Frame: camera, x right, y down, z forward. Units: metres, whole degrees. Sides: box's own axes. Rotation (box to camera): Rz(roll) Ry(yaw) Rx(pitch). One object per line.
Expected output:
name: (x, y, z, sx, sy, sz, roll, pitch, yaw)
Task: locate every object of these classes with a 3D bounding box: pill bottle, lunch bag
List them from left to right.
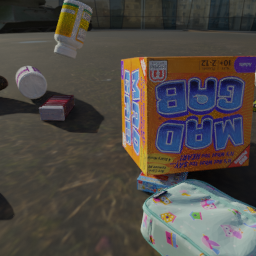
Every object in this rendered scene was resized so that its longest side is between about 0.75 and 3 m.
pill bottle: (-4.662, -2.253, 13.351, 1.263, 1.263, 2.250, -10, 26, -22)
pill bottle: (-2.345, -4.061, 11.679, 1.216, 2.157, 1.216, 17, 7, -2)
lunch bag: (1.370, 1.711, 4.857, 1.717, 0.825, 2.141, -17, 29, -34)

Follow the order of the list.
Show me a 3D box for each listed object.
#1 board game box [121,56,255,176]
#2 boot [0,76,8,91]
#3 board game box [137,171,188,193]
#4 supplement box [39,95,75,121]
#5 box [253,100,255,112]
board game box: (1.310, -0.512, 7.185, 2.529, 2.531, 2.529, -4, 13, -13)
boot: (-6.947, -1.657, 12.545, 2.907, 1.086, 1.409, -6, 35, 6)
board game box: (0.851, 1.185, 6.723, 1.024, 0.286, 1.002, 9, 26, 19)
supplement box: (-2.747, -0.834, 11.018, 0.925, 0.518, 1.700, 1, 25, 4)
box: (5.270, -0.922, 11.604, 0.759, 0.210, 0.947, 18, 29, 35)
